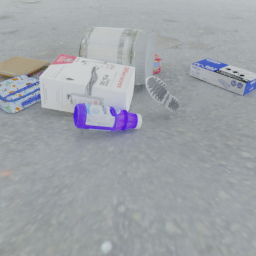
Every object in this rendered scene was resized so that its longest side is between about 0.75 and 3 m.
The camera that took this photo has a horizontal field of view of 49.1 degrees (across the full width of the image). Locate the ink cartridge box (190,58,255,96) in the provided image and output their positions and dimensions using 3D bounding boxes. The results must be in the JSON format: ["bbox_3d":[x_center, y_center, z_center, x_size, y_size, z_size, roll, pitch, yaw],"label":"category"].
[{"bbox_3d":[3.960,-2.187,11.612,1.212,0.570,2.578,-25,41,-34],"label":"ink cartridge box"}]

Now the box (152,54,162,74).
[{"bbox_3d":[0.872,-3.049,12.773,0.741,0.710,1.487,-12,36,-17],"label":"box"}]

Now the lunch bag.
[{"bbox_3d":[-3.888,-1.303,10.195,1.517,0.715,1.893,22,41,27],"label":"lunch bag"}]

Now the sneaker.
[{"bbox_3d":[0.976,-1.056,8.807,0.578,1.548,0.635,-50,36,-3],"label":"sneaker"}]

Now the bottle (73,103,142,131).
[{"bbox_3d":[-0.583,-0.284,8.385,2.011,0.656,0.840,5,27,-20],"label":"bottle"}]

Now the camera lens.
[{"bbox_3d":[-0.421,-2.846,11.148,2.686,2.149,2.149,8,35,13],"label":"camera lens"}]

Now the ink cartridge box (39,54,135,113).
[{"bbox_3d":[-1.275,-1.440,9.628,2.824,1.169,2.069,10,37,4],"label":"ink cartridge box"}]

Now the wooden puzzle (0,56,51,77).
[{"bbox_3d":[-4.947,-2.727,12.645,2.040,0.411,2.205,14,32,21],"label":"wooden puzzle"}]

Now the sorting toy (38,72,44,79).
[{"bbox_3d":[-2.552,-2.125,11.627,2.182,0.757,0.752,-20,62,-29],"label":"sorting toy"}]
